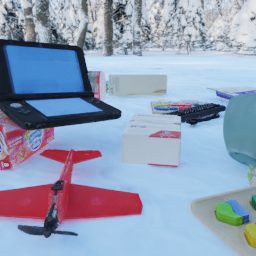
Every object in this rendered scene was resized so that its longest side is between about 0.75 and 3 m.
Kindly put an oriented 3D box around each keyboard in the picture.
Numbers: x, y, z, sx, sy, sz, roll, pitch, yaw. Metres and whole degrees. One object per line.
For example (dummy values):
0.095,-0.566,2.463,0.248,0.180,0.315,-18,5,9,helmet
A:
2.452,-0.523,10.163,2.555,0.263,1.624,-14,23,-20,keyboard

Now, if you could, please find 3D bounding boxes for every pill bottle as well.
-2.349,-1.912,12.964,2.554,1.455,1.455,0,18,1,pill bottle

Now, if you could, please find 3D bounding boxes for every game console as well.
-1.756,-1.184,7.054,2.739,1.594,2.409,-9,27,-41,game console

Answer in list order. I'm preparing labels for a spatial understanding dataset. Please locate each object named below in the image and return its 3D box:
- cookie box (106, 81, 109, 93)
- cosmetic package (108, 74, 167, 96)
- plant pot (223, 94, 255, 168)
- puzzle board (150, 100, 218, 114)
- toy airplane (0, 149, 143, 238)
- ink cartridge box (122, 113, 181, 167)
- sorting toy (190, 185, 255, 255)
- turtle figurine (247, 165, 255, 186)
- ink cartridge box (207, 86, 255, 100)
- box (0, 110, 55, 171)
-1.570,-2.354,15.893,1.370,0.515,1.172,1,19,7,cookie box
0.459,-2.252,14.544,2.941,1.045,1.547,-1,12,-3,cosmetic package
2.879,0.216,6.306,1.758,1.184,1.758,28,-12,7,plant pot
2.295,-0.943,11.950,2.623,0.228,1.977,1,18,2,puzzle board
-1.151,1.016,5.234,2.930,0.539,2.930,2,18,-1,toy airplane
0.668,0.247,7.240,1.373,0.775,1.871,3,18,10,ink cartridge box
2.124,1.426,4.280,1.673,0.330,1.808,-7,19,-20,sorting toy
2.957,0.671,5.309,1.313,1.354,0.974,-16,40,31,turtle figurine
5.436,-1.506,13.215,2.534,0.596,2.505,-8,21,-19,ink cartridge box
-2.839,0.109,7.163,1.049,1.095,2.197,4,18,12,box
